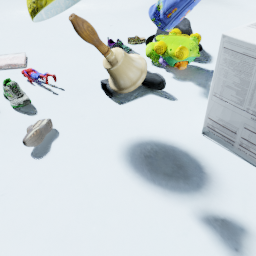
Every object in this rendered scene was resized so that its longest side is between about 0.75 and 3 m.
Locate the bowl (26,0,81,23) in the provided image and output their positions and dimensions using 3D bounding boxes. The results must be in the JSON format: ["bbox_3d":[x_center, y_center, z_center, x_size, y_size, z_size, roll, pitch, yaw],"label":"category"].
[{"bbox_3d":[-1.863,-3.535,6.986,1.820,0.979,1.820,-28,17,9],"label":"bowl"}]

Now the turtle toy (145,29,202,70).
[{"bbox_3d":[1.775,-3.122,11.355,2.397,1.212,1.747,21,48,27],"label":"turtle toy"}]

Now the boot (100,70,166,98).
[{"bbox_3d":[0.162,-1.497,9.727,1.856,0.609,1.529,-20,33,-28],"label":"boot"}]

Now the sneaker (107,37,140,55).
[{"bbox_3d":[-0.241,-3.440,12.168,1.749,0.766,0.651,20,41,24],"label":"sneaker"}]

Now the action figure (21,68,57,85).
[{"bbox_3d":[-3.452,-1.953,10.497,1.814,0.469,0.594,22,37,33],"label":"action figure"}]

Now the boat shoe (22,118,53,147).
[{"bbox_3d":[-2.568,0.137,7.801,0.459,0.466,1.251,2,28,18],"label":"boat shoe"}]

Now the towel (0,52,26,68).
[{"bbox_3d":[-5.012,-2.873,11.890,1.296,0.209,1.237,-8,38,-9],"label":"towel"}]

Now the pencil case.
[{"bbox_3d":[1.816,-4.246,9.000,1.119,2.869,1.246,22,65,-23],"label":"pencil case"}]

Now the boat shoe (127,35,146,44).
[{"bbox_3d":[0.434,-4.375,13.766,0.988,0.319,0.352,-16,40,-20],"label":"boat shoe"}]

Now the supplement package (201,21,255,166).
[{"bbox_3d":[3.577,-0.898,7.025,2.221,2.926,2.204,-27,45,-31],"label":"supplement package"}]

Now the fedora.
[{"bbox_3d":[2.127,-4.308,12.853,2.879,1.315,2.879,0,37,0],"label":"fedora"}]

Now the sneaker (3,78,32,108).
[{"bbox_3d":[-3.752,-1.151,9.242,1.576,0.671,0.615,32,47,34],"label":"sneaker"}]

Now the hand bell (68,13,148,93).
[{"bbox_3d":[-0.430,-1.429,5.060,0.910,1.748,0.910,-13,62,27],"label":"hand bell"}]
